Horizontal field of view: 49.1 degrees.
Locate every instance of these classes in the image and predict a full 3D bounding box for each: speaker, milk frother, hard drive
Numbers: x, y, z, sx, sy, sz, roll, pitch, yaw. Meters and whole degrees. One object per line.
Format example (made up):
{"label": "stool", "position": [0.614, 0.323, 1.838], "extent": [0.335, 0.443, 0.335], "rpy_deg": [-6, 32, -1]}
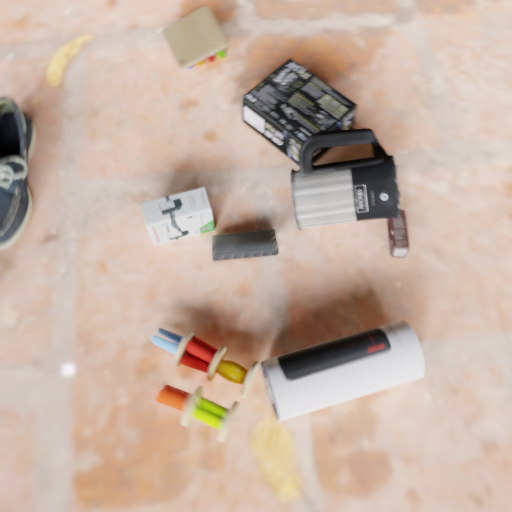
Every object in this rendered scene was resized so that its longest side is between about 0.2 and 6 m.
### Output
{"label": "speaker", "position": [1.331, 1.753, 8.647], "extent": [2.381, 0.967, 0.967], "rpy_deg": [-15, 66, -6]}
{"label": "milk frother", "position": [1.585, -1.395, 10.044], "extent": [1.772, 1.884, 1.700], "rpy_deg": [-6, 94, 11]}
{"label": "hard drive", "position": [-0.196, -0.190, 9.722], "extent": [1.120, 0.184, 0.782], "rpy_deg": [-6, 26, -1]}

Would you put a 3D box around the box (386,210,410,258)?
{"label": "box", "position": [2.515, -0.396, 9.952], "extent": [0.289, 0.386, 0.770], "rpy_deg": [1, 65, 1]}

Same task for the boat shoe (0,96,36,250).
{"label": "boat shoe", "position": [-4.622, -1.558, 10.197], "extent": [1.102, 0.910, 2.944], "rpy_deg": [2, 65, 1]}

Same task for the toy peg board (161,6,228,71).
{"label": "toy peg board", "position": [-1.241, -4.461, 11.828], "extent": [1.114, 0.547, 1.119], "rpy_deg": [-27, 69, 5]}

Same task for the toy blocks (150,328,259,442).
{"label": "toy blocks", "position": [-1.005, 1.868, 8.597], "extent": [1.737, 0.631, 1.448], "rpy_deg": [22, 45, 10]}

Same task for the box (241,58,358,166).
{"label": "box", "position": [0.806, -2.758, 10.841], "extent": [1.742, 0.750, 1.427], "rpy_deg": [40, 71, 17]}

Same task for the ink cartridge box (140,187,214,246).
{"label": "ink cartridge box", "position": [-1.367, -0.677, 9.831], "extent": [1.159, 0.850, 0.482], "rpy_deg": [-15, 67, -6]}
